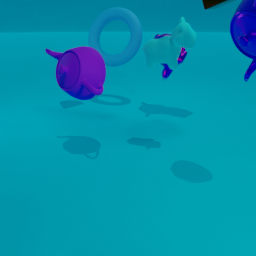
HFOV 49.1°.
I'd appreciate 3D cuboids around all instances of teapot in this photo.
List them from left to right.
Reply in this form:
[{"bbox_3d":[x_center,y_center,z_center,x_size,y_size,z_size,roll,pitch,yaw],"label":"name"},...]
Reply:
[{"bbox_3d":[-1.022,-1.122,5.512,0.838,1.064,1.711,-1,36,-50],"label":"teapot"},{"bbox_3d":[1.683,-1.215,3.532,0.711,1.453,0.903,-36,51,-10],"label":"teapot"}]

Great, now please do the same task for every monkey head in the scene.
[{"bbox_3d":[1.098,-2.180,8.493,1.049,1.252,1.741,22,33,-16],"label":"monkey head"}]

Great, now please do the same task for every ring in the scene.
[{"bbox_3d":[-0.450,-3.034,9.372,1.953,1.953,0.391,9,4,21],"label":"ring"}]

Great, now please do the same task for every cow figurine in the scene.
[{"bbox_3d":[0.739,-1.554,5.199,1.010,0.993,0.554,4,59,15],"label":"cow figurine"}]

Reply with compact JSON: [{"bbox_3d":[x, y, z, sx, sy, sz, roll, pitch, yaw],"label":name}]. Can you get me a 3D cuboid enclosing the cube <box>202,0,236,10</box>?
[{"bbox_3d":[2.215,-3.351,6.736,0.717,0.717,0.717,-8,15,42],"label":"cube"}]
